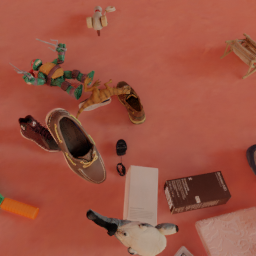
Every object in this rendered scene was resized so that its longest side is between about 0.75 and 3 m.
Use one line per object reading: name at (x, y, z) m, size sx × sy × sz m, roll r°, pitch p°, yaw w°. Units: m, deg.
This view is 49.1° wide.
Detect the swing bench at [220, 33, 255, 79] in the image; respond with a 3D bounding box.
swing bench at (4.798, -2.964, 11.217) m, size 1.465 × 0.950 × 1.457 m, roll -26°, pitch 59°, yaw -17°

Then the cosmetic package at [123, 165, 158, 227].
cosmetic package at (0.322, 2.091, 7.553) m, size 0.815 × 1.034 × 1.921 m, roll 6°, pitch 63°, yaw -5°

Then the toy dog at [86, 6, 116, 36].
toy dog at (-1.317, -4.825, 12.701) m, size 1.208 × 0.882 × 1.832 m, roll 10°, pitch 43°, yaw 16°

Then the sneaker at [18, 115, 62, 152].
sneaker at (-2.851, 0.137, 9.054) m, size 1.760 × 1.017 × 0.666 m, roll 19°, pitch 58°, yaw 13°

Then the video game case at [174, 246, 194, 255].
video game case at (1.397, 4.273, 6.728) m, size 1.842 × 0.222 × 2.021 m, roll 40°, pitch 64°, yaw 23°

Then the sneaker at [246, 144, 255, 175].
sneaker at (4.567, 1.461, 8.060) m, size 0.999 × 1.168 × 2.847 m, roll -19°, pitch 58°, yaw -13°

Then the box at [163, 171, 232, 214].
box at (1.983, 1.872, 8.124) m, size 1.706 × 0.639 × 0.854 m, roll -9°, pitch 56°, yaw -8°

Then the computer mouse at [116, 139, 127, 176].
computer mouse at (-0.198, 0.949, 9.032) m, size 0.376 × 0.218 × 1.283 m, roll -4°, pitch 62°, yaw 6°

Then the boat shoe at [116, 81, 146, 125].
boat shoe at (0.111, -1.043, 10.075) m, size 0.700 × 0.657 × 1.944 m, roll -19°, pitch 58°, yaw -12°

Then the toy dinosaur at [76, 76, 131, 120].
toy dinosaur at (-1.119, -1.067, 9.638) m, size 2.473 × 0.747 × 1.314 m, roll -29°, pitch 64°, yaw 0°

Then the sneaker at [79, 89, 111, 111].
sneaker at (-1.289, -1.068, 10.270) m, size 1.217 × 0.445 × 0.681 m, roll -16°, pitch 53°, yaw -20°

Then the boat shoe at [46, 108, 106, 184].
boat shoe at (-1.325, 0.638, 7.850) m, size 0.952 × 2.650 × 0.789 m, roll -36°, pitch 25°, yaw -18°

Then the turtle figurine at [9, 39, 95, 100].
turtle figurine at (-2.763, -2.145, 10.406) m, size 2.749 × 1.384 × 2.058 m, roll 26°, pitch 73°, yaw 4°

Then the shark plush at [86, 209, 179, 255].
shark plush at (0.012, 2.245, 5.719) m, size 2.199 × 0.916 × 0.999 m, roll 21°, pitch 81°, yaw -34°

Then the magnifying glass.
magnifying glass at (-3.886, 2.106, 8.167) m, size 2.704 × 0.303 × 1.076 m, roll 15°, pitch 57°, yaw 9°

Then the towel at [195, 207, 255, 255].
towel at (2.977, 3.111, 7.388) m, size 1.884 × 0.304 × 1.800 m, roll -10°, pitch 52°, yaw -12°
